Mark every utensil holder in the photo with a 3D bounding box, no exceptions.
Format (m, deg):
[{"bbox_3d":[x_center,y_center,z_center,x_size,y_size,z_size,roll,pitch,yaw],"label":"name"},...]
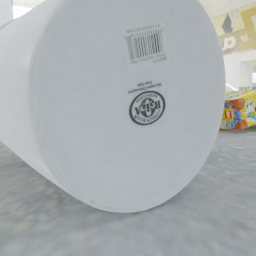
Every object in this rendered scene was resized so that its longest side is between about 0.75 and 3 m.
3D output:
[{"bbox_3d":[-0.562,-0.444,3.599,2.345,2.345,2.760,-5,12,-34],"label":"utensil holder"}]

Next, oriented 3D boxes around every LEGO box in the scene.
[{"bbox_3d":[3.388,-0.631,8.660,2.140,0.826,1.594,-17,12,-34],"label":"LEGO box"}]
